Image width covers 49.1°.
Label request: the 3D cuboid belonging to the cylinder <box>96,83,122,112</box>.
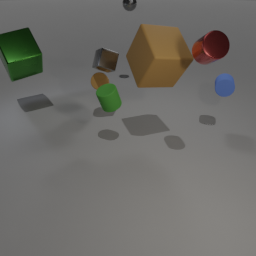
[{"bbox_3d":[-0.633,-1.006,9.350,0.700,0.700,0.700,-11,43,11],"label":"cylinder"}]

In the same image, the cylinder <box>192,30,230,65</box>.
[{"bbox_3d":[2.064,-2.006,7.043,0.700,0.700,0.700,-5,2,-9],"label":"cylinder"}]

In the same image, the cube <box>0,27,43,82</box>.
[{"bbox_3d":[-4.466,-3.018,11.582,1.400,1.400,1.400,-24,77,-23],"label":"cube"}]

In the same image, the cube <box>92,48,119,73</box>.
[{"bbox_3d":[-0.852,-2.543,10.562,0.700,0.700,0.700,12,0,-27],"label":"cube"}]

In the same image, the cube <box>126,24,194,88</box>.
[{"bbox_3d":[0.958,-2.259,8.956,1.400,1.400,1.400,-5,62,-26],"label":"cube"}]

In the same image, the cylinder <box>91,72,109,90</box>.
[{"bbox_3d":[-1.127,-1.873,11.388,0.700,0.700,0.700,0,4,0],"label":"cylinder"}]

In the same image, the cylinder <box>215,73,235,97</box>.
[{"bbox_3d":[3.631,-1.615,10.527,0.700,0.700,0.700,7,29,14],"label":"cylinder"}]

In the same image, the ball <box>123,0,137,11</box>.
[{"bbox_3d":[0.081,-6.089,13.695,0.700,0.700,0.700,0,28,0],"label":"ball"}]
